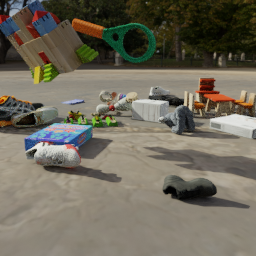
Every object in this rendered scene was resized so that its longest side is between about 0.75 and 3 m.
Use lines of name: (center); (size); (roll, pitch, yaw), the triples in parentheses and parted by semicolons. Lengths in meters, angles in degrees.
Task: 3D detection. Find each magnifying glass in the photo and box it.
magnifying glass: (-0.424, -2.542, 7.753); (2.522, 1.004, 0.282); (21, 27, 14)

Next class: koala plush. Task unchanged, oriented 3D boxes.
koala plush: (1.697, -0.307, 9.979); (0.942, 0.977, 1.063); (-10, 6, -35)

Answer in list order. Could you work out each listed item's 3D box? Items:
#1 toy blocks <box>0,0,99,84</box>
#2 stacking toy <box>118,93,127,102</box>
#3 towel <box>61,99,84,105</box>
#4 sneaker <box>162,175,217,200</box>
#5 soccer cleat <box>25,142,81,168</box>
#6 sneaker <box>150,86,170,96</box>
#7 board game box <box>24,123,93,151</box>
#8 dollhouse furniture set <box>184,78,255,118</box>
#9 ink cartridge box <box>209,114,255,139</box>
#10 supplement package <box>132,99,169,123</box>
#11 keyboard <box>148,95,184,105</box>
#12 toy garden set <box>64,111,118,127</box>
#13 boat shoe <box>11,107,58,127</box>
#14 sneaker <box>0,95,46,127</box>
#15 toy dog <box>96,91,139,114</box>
toy blocks: (-2.394, -2.483, 7.727); (2.909, 1.988, 1.454); (5, 46, 48)
stacking toy: (0.042, -1.595, 15.654); (1.169, 0.499, 0.499); (12, 18, 17)
towel: (-3.079, -1.475, 15.699); (0.793, 0.131, 1.095); (9, 18, 34)
sneaker: (1.141, 1.187, 5.305); (1.033, 0.392, 0.469); (-1, 23, 25)
soccer cleat: (-1.806, 0.685, 6.732); (1.737, 0.596, 0.740); (8, 22, 42)
sneaker: (2.140, -2.444, 18.455); (1.514, 0.613, 0.569); (-6, 15, -28)
board game box: (-2.020, 0.285, 8.483); (1.366, 0.404, 1.795); (3, 15, 13)
dollhouse furniture set: (4.027, -1.481, 13.051); (2.872, 1.480, 2.841); (-1, 15, -3)
ink cartridge box: (4.083, -0.095, 10.001); (1.503, 0.377, 1.732); (-10, 18, -35)
supplement package: (0.927, -0.727, 11.591); (1.328, 0.779, 0.776); (9, 17, 30)
keyboard: (2.202, -1.330, 14.925); (2.609, 0.517, 1.358); (10, -5, 36)
toy garden set: (-1.531, -0.432, 11.198); (2.016, 0.402, 1.681); (-3, 15, -10)
boat shoe: (-3.452, -0.353, 10.578); (1.765, 0.660, 0.604); (-18, 23, -22)
sneaker: (-4.493, -0.760, 11.036); (1.163, 1.147, 2.971); (8, 15, 35)
toy dog: (-0.326, -1.158, 12.616); (2.058, 1.357, 0.991); (9, 37, -2)
